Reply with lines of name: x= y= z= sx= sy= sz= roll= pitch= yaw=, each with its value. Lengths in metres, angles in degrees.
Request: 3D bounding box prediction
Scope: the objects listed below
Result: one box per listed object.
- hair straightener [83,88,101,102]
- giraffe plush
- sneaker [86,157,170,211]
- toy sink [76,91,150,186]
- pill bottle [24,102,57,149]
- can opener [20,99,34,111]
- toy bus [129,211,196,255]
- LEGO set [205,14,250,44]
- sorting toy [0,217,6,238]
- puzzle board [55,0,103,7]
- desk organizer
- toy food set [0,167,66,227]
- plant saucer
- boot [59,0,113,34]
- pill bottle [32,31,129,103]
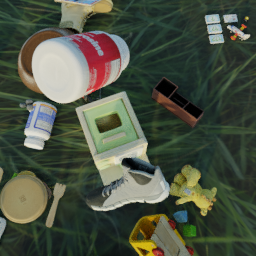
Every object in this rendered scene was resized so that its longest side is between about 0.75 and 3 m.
hair straightener: x=-1.952 y=-1.951 z=10.991 sx=2.562 sy=0.524 sz=0.986 roll=39 pitch=75 yaw=12
giraffe plush: x=2.266 y=2.128 z=9.280 sx=1.233 sy=1.521 sz=1.312 roll=32 pitch=105 yaw=-14
sneaker: x=-0.177 y=1.367 z=7.411 sx=2.360 sy=1.363 sz=0.886 roll=-13 pitch=33 yaw=12
toy sink: x=-0.421 y=0.462 z=9.588 sx=1.824 sy=1.568 sz=2.798 roll=-19 pitch=72 yaw=-7
pill bottle: x=-3.201 y=-0.074 z=10.145 sx=0.890 sy=0.890 sz=1.589 roll=10 pitch=71 yaw=3
can opener: x=-3.228 y=-0.709 z=9.008 sx=0.421 sy=1.266 sz=0.333 roll=-10 pitch=94 yaw=-23
toy bus: x=1.080 y=3.816 z=8.583 sx=1.234 sy=2.254 sz=2.389 roll=-21 pitch=64 yaw=39
LEGO set: x=4.329 y=-4.334 z=11.896 sx=1.834 sy=0.450 sz=1.370 roll=-5 pitch=74 yaw=-2
sorting toy: x=-4.837 y=3.440 z=9.076 sx=1.673 sy=0.894 sz=1.506 roll=23 pitch=53 yaw=8
puzzle board: x=-1.544 y=-5.701 z=11.699 sx=1.921 sy=0.222 sz=2.549 roll=20 pitch=49 yaw=26
desk organizer: x=1.888 y=-0.972 z=10.513 sx=2.019 sy=0.778 sz=0.724 roll=37 pitch=75 yaw=12
toy food set: x=-3.504 y=2.353 z=9.581 sx=2.476 sy=0.497 sz=1.709 roll=16 pitch=79 yaw=0
plant saucer: x=-3.142 y=-2.780 z=10.970 sx=2.841 sy=0.520 sz=2.841 roll=-2 pitch=77 yaw=10
boot: x=-1.787 y=-4.679 z=11.799 sx=2.216 sy=0.806 sz=1.722 roll=3 pitch=70 yaw=2
pill bottle: x=-1.097 y=-1.796 z=7.671 sx=1.549 sy=1.549 sz=2.759 roll=35 pitch=35 yaw=11
